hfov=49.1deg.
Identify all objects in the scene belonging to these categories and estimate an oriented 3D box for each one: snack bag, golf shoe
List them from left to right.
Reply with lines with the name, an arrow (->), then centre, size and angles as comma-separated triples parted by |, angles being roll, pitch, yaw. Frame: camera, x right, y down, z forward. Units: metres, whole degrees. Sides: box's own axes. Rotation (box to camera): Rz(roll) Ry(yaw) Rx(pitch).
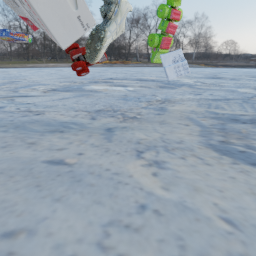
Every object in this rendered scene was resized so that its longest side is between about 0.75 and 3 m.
golf shoe -> -0.400, -2.225, 6.544 | 0.818, 1.682, 0.658 | 8, 26, -46
snack bag -> 1.730, -2.333, 10.249 | 0.950, 1.008, 0.108 | -20, 5, -11

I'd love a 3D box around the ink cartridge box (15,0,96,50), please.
ink cartridge box -> -1.866, -2.896, 5.829 | 0.953, 1.655, 2.267 | -41, 52, -5

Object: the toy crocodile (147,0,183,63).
toy crocodile -> 1.447, -3.663, 10.374 | 0.902, 2.671, 0.825 | -2, 32, -34

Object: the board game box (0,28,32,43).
board game box -> -3.338, -2.555, 7.793 | 1.167, 0.201, 0.790 | 13, 10, 36

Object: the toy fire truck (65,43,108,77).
toy fire truck -> -1.343, -2.396, 9.384 | 1.220, 0.815, 1.453 | -21, -7, 2

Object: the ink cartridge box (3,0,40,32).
ink cartridge box -> -2.882, -4.072, 8.810 | 2.024, 1.469, 0.844 | 4, 56, 50
